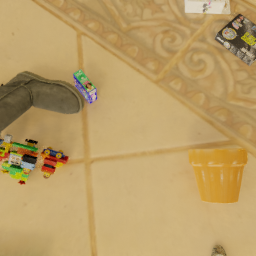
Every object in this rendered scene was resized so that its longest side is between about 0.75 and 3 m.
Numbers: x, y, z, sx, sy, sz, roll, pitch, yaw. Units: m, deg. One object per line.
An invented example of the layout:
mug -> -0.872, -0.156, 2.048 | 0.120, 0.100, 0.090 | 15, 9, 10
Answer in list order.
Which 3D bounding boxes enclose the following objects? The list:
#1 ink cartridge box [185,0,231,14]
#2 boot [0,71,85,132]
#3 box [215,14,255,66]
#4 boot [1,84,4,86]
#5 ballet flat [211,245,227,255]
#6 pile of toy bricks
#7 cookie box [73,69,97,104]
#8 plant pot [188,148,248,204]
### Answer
ink cartridge box -> 2.918, -4.683, 10.092 | 1.659, 0.563, 0.955 | 3, 69, 1
boot -> -3.024, -0.427, 7.544 | 2.700, 1.078, 2.970 | 16, 34, 18
box -> 3.984, -3.034, 9.570 | 1.255, 0.347, 1.567 | -41, 74, -14
boot -> -4.272, -0.817, 8.699 | 0.961, 0.434, 1.173 | -2, 68, -3
ballet flat -> 2.294, 3.587, 6.957 | 0.428, 0.475, 1.262 | 6, 69, 9
pile of toy bricks -> -2.930, 1.007, 7.748 | 2.279, 1.264, 1.125 | 16, 105, -4
cookie box -> -1.326, -1.284, 8.702 | 0.317, 0.721, 0.843 | -35, 73, -17
plant pot -> 2.392, 1.241, 7.445 | 1.501, 1.501, 1.374 | -1, 85, 0
